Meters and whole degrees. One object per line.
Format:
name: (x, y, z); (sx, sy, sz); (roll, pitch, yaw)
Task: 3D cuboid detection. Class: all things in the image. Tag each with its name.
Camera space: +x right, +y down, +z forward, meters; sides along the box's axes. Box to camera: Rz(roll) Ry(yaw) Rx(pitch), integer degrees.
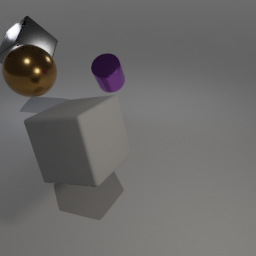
cube: (-3.663, -2.857, 10.204); (1.400, 1.400, 1.400); (-16, 53, 36)
cube: (-0.974, 0.220, 5.795); (1.400, 1.400, 1.400); (-2, 20, 30)
cylinder: (-0.470, -1.329, 6.826); (0.700, 0.700, 0.700); (-4, 67, 9)
ball: (-2.637, -1.531, 7.565); (1.400, 1.400, 1.400); (0, 31, 0)
